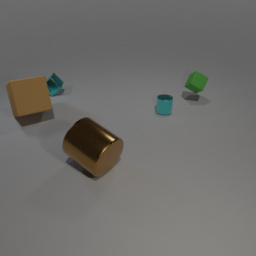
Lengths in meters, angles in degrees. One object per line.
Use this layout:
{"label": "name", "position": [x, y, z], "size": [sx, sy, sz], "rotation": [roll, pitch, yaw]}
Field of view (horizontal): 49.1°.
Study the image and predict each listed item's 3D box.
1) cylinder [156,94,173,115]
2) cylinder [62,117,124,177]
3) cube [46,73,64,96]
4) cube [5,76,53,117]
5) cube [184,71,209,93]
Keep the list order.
{"label": "cylinder", "position": [1.613, -1.040, 12.337], "size": [0.700, 0.700, 0.700], "rotation": [1, 28, 0]}
{"label": "cylinder", "position": [-1.091, 0.588, 8.833], "size": [1.400, 1.400, 1.400], "rotation": [33, 43, 22]}
{"label": "cube", "position": [-3.713, -2.151, 13.840], "size": [0.700, 0.700, 0.700], "rotation": [-35, 27, 20]}
{"label": "cube", "position": [-4.115, -1.302, 11.604], "size": [1.400, 1.400, 1.400], "rotation": [-16, 10, -27]}
{"label": "cube", "position": [3.191, -2.133, 13.072], "size": [0.700, 0.700, 0.700], "rotation": [27, -9, -10]}
